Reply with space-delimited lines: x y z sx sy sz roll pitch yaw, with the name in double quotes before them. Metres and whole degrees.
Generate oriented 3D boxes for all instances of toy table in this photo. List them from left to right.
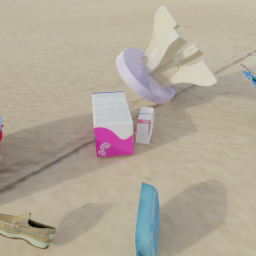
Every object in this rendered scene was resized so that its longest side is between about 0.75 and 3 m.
"toy table" 1.093 -1.841 7.807 2.595 1.653 2.823 53 26 0

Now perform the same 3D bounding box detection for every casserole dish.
"casserole dish" 0.318 1.426 4.265 0.252 0.787 1.299 -3 34 11

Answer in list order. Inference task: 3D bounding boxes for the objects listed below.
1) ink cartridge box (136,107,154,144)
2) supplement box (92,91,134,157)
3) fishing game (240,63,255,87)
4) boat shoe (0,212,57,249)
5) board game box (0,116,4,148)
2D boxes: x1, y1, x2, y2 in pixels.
"ink cartridge box" 0.422 -0.075 6.883 0.335 0.593 0.809 6 34 10
"supplement box" -0.391 -0.149 6.723 0.877 0.859 1.697 -5 31 -7
"fishing game" 3.708 -0.956 7.142 1.768 0.384 2.469 35 28 -5
"boat shoe" -1.585 1.433 4.202 1.051 0.400 0.377 29 1 -22
"board game box" -2.989 0.203 5.939 0.368 1.494 1.891 21 15 -47
